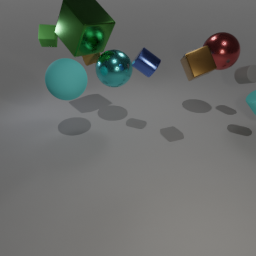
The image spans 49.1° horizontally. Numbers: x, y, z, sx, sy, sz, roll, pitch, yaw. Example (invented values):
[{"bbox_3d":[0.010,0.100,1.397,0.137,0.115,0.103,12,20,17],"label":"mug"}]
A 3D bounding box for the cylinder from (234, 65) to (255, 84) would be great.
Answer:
[{"bbox_3d":[4.755,-2.130,11.177,0.700,0.700,0.700,-13,9,-22],"label":"cylinder"}]

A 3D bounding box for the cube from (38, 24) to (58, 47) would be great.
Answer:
[{"bbox_3d":[-3.469,-4.004,12.192,0.700,0.700,0.700,0,-13,-6],"label":"cube"}]

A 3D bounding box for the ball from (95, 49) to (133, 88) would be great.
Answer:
[{"bbox_3d":[-0.522,-2.228,10.527,1.400,1.400,1.400,0,30,0],"label":"ball"}]

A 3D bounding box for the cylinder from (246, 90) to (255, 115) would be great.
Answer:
[{"bbox_3d":[4.694,-0.902,9.997,0.700,0.700,0.700,-36,24,19],"label":"cylinder"}]

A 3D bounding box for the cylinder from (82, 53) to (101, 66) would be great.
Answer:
[{"bbox_3d":[-1.483,-2.960,11.338,0.700,0.700,0.700,-20,31,2],"label":"cylinder"}]

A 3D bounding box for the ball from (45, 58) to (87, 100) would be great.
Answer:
[{"bbox_3d":[-2.072,-1.630,9.430,1.400,1.400,1.400,0,30,0],"label":"ball"}]

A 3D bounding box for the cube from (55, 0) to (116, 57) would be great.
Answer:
[{"bbox_3d":[-1.573,-3.641,10.147,1.400,1.400,1.400,-24,68,-40],"label":"cube"}]

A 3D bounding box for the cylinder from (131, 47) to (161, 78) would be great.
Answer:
[{"bbox_3d":[0.585,-2.108,9.027,0.700,0.700,0.700,34,29,-11],"label":"cylinder"}]

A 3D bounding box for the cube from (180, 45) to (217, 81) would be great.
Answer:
[{"bbox_3d":[2.005,-1.838,8.036,0.700,0.700,0.700,-22,1,0],"label":"cube"}]

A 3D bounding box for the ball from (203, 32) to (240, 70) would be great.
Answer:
[{"bbox_3d":[3.537,-2.919,10.683,1.400,1.400,1.400,0,30,0],"label":"ball"}]
